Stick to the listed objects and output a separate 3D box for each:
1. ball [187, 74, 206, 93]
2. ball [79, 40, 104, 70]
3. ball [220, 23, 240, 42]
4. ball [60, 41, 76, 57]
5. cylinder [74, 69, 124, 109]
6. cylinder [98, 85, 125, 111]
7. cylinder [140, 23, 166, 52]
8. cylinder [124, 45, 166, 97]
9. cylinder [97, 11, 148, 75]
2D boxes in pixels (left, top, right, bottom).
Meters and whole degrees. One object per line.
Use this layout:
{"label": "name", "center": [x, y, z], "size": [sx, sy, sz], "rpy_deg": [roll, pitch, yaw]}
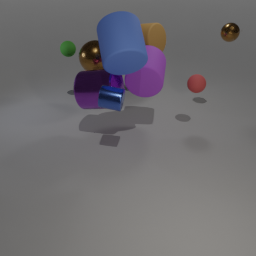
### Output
{"label": "ball", "center": [2.584, -1.668, 10.543], "size": [0.700, 0.700, 0.700], "rpy_deg": [0, 29, 0]}
{"label": "ball", "center": [-1.393, -3.023, 11.980], "size": [1.400, 1.400, 1.400], "rpy_deg": [0, 29, 0]}
{"label": "ball", "center": [3.897, -3.651, 10.691], "size": [0.700, 0.700, 0.700], "rpy_deg": [0, 29, 0]}
{"label": "ball", "center": [-2.688, -3.549, 12.557], "size": [0.700, 0.700, 0.700], "rpy_deg": [0, 29, 0]}
{"label": "cylinder", "center": [-1.004, -1.386, 10.056], "size": [1.400, 1.400, 1.400], "rpy_deg": [0, 28, 20]}
{"label": "cylinder", "center": [-0.501, -0.919, 8.605], "size": [0.700, 0.700, 0.700], "rpy_deg": [12, 30, 4]}
{"label": "cylinder", "center": [0.806, -4.060, 12.889], "size": [1.400, 1.400, 1.400], "rpy_deg": [14, 31, 40]}
{"label": "cylinder", "center": [0.667, -2.096, 10.391], "size": [1.400, 1.400, 1.400], "rpy_deg": [5, 47, 9]}
{"label": "cylinder", "center": [-0.191, -2.598, 8.715], "size": [1.400, 1.400, 1.400], "rpy_deg": [-7, 71, -12]}
